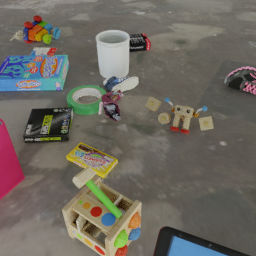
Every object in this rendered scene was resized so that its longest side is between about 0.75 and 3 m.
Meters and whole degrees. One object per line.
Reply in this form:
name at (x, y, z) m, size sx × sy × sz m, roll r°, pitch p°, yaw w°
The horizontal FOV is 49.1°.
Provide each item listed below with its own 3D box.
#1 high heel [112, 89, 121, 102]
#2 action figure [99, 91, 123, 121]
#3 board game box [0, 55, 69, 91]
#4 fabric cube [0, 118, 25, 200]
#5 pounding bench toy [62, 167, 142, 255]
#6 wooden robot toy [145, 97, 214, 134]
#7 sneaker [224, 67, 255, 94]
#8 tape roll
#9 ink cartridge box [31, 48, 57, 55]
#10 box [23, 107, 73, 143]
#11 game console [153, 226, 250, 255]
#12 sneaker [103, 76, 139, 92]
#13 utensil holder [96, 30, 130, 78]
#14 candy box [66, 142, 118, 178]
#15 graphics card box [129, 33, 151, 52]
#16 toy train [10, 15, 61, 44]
high heel at (-0.531, -1.065, 10.097) m, size 0.281 × 0.401 × 0.835 m, roll 22°, pitch 46°, yaw 23°
action figure at (-0.660, -0.748, 9.093) m, size 0.969 × 0.871 × 1.301 m, roll -1°, pitch 35°, yaw -23°
board game box at (-3.823, -2.257, 11.326) m, size 2.576 × 0.579 × 1.959 m, roll -1°, pitch 41°, yaw -2°
fabric cube at (-4.062, 0.807, 6.753) m, size 1.956 × 1.987 × 1.994 m, roll 21°, pitch 45°, yaw 24°
pounding bench toy at (-0.461, 1.765, 5.807) m, size 1.379 × 1.768 × 1.098 m, roll 25°, pitch 47°, yaw 26°
wooden robot toy at (1.728, -0.399, 9.250) m, size 2.264 × 0.997 × 1.027 m, roll 16°, pitch 8°, yaw 18°
sneaker at (4.853, -1.587, 10.449) m, size 2.365 × 0.934 × 1.128 m, roll 3°, pitch 52°, yaw 5°
tape roll at (-1.469, -1.037, 10.116) m, size 1.422 × 0.342 × 1.422 m, roll 0°, pitch 42°, yaw 0°
ink cartridge box at (-3.805, -3.389, 12.801) m, size 1.050 × 0.353 × 0.610 m, roll 2°, pitch 41°, yaw 2°
box at (-2.536, -0.119, 9.063) m, size 1.378 × 0.339 × 1.427 m, roll 0°, pitch 41°, yaw -4°
game console at (1.211, 2.983, 4.884) m, size 1.931 × 1.146 × 1.664 m, roll 15°, pitch 43°, yaw 17°
sneaker at (-0.325, -1.846, 10.897) m, size 1.293 × 0.521 × 0.947 m, roll -29°, pitch 53°, yaw -22°
utensil holder at (-0.599, -2.977, 11.410) m, size 1.329 × 1.564 × 1.329 m, roll 1°, pitch 41°, yaw 0°
candy box at (-1.032, 0.896, 8.019) m, size 1.347 × 0.178 × 0.689 m, roll 22°, pitch 48°, yaw 23°
graphics card box at (0.095, -4.109, 13.552) m, size 1.789 × 0.455 × 1.122 m, roll -8°, pitch 42°, yaw -11°
toy train at (-4.428, -4.484, 13.696) m, size 1.410 × 1.031 × 2.436 m, roll 21°, pitch 44°, yaw 3°
